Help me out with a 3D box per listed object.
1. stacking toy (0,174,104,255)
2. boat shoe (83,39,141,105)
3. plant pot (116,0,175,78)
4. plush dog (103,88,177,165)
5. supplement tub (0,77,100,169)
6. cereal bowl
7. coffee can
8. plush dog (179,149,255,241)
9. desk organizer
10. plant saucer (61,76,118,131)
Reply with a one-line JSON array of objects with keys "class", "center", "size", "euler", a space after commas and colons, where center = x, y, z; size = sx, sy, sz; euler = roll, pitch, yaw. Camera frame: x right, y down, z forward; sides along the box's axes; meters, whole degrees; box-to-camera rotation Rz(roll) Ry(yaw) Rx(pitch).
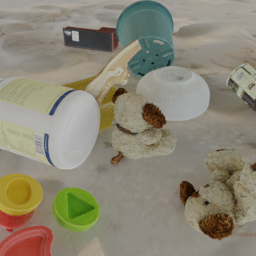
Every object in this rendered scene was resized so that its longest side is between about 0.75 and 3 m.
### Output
[{"class": "stacking toy", "center": [-1.659, 2.200, 5.568], "size": [2.178, 1.016, 2.406], "euler": [13, 34, -28]}, {"class": "boat shoe", "center": [-0.311, -1.411, 7.399], "size": [0.709, 2.048, 0.755], "euler": [44, 25, -9]}, {"class": "plant pot", "center": [0.817, -3.509, 11.577], "size": [2.558, 2.558, 2.506], "euler": [-2, 45, -3]}, {"class": "plush dog", "center": [0.114, -0.107, 7.414], "size": [2.140, 1.838, 1.717], "euler": [31, 47, 34]}, {"class": "supplement tub", "center": [-2.387, -0.219, 7.400], "size": [2.810, 2.037, 2.037], "euler": [15, 40, 19]}, {"class": "cereal bowl", "center": [1.570, -1.419, 9.780], "size": [2.614, 1.088, 2.614], "euler": [0, 36, 0]}, {"class": "coffee can", "center": [4.202, -1.396, 9.537], "size": [1.003, 1.003, 1.371], "euler": [-19, 55, -23]}, {"class": "plush dog", "center": [2.028, 1.543, 5.882], "size": [1.804, 1.685, 2.101], "euler": [-22, 12, -6]}, {"class": "desk organizer", "center": [-1.826, -4.545, 14.010], "size": [2.619, 0.939, 1.008], "euler": [11, 37, 14]}, {"class": "plant saucer", "center": [-1.316, -0.945, 9.510], "size": [2.700, 0.654, 2.700], "euler": [-22, 43, -27]}]
